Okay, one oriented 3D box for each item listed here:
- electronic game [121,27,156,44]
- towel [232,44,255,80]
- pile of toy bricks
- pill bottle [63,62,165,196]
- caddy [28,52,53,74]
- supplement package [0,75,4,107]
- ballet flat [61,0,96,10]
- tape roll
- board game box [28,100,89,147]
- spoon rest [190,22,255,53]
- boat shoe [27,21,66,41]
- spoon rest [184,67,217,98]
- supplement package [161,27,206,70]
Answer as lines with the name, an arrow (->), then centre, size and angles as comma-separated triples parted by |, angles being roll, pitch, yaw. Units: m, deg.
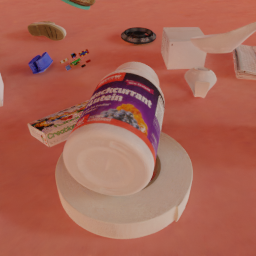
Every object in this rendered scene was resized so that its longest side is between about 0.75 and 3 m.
electronic game -> 0.460, -3.998, 12.152 | 1.538, 0.320, 1.538 | 1, 40, -1
towel -> 5.036, -2.392, 10.112 | 2.329, 0.393, 2.438 | 8, 40, 9
pile of toy bricks -> -1.878, -2.410, 10.124 | 1.081, 0.600, 0.534 | -28, 16, -8
pill bottle -> -0.088, -0.199, 5.598 | 1.550, 1.550, 2.782 | 7, 40, 9
caddy -> -3.043, -2.246, 9.852 | 0.679, 0.504, 0.961 | -13, 35, 20
supplement package -> -4.984, -1.300, 7.936 | 2.450, 1.393, 1.342 | -11, 42, -15
ballet flat -> -1.472, -2.689, 4.295 | 2.580, 0.933, 0.875 | 32, 25, 23
tape roll -> -0.073, 0.930, 5.861 | 2.823, 0.516, 2.823 | 0, 38, 0
board game box -> -1.283, -0.242, 7.086 | 2.152, 0.372, 1.358 | -26, 24, -29
spoon rest -> 2.995, -2.365, 7.206 | 2.808, 0.851, 1.395 | 12, 25, 32
boat shoe -> -3.454, -4.354, 12.267 | 1.994, 0.745, 0.682 | 19, 48, 23
spoon rest -> 2.297, -1.462, 8.904 | 1.059, 0.646, 2.131 | 10, 26, 10
supplement package -> 2.019, -2.939, 10.244 | 1.375, 1.058, 1.438 | -2, 39, -2
